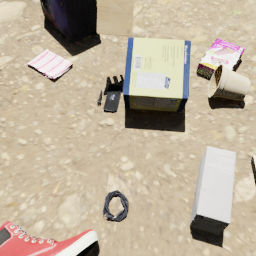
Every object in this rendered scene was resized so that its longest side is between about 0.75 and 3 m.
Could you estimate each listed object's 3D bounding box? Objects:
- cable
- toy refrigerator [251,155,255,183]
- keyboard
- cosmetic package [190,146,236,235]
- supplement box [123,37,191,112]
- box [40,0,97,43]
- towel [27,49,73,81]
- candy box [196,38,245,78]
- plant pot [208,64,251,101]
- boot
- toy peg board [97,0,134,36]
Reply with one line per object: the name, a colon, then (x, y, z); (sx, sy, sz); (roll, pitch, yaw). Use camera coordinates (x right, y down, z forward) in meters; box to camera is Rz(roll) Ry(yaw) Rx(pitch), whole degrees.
cable: (-0.365, 2.473, 9.040); (0.813, 0.253, 0.997); (10, 55, 6)
toy refrigerator: (4.584, 1.525, 9.623); (0.437, 0.403, 1.152); (-1, 54, 8)
keyboard: (-0.806, -1.284, 11.733); (0.937, 0.152, 1.475); (11, 55, 0)
cosmetic package: (2.676, 1.932, 8.806); (1.074, 1.272, 2.381); (11, 57, 8)
supplement box: (1.111, -2.035, 10.935); (2.384, 1.602, 2.386); (4, 76, 3)
box: (-2.977, -6.293, 13.501); (1.836, 2.955, 2.979); (-32, 61, -21)
towel: (-3.570, -2.936, 12.813); (1.774, 0.265, 1.298); (31, 60, 20)
candy box: (4.199, -3.067, 12.673); (1.413, 0.632, 2.072); (28, 60, 17)
plant pot: (4.155, -1.732, 11.431); (1.300, 1.420, 1.420); (18, 56, -2)
boot: (-2.531, 3.244, 8.049); (2.985, 1.081, 2.153); (-28, 58, -14)
toy peg board: (-0.522, -4.184, 10.561); (1.338, 1.333, 0.655); (0, 14, -14)
